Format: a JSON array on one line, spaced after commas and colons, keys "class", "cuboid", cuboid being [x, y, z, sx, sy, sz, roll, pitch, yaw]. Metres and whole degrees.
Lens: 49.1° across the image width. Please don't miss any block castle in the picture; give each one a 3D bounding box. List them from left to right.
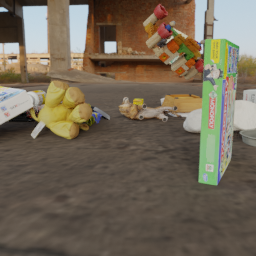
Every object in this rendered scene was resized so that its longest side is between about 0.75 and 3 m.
[{"class": "block castle", "cuboid": [1.498, -2.531, 8.280, 2.108, 1.408, 0.989, 31, -50, -33]}]

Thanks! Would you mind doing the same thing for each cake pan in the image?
[{"class": "cake pan", "cuboid": [4.222, 0.324, 8.499, 1.570, 0.288, 1.570, 0, 12, 0]}]

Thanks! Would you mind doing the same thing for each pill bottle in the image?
[{"class": "pill bottle", "cuboid": [-5.523, -1.688, 16.513, 0.977, 0.977, 1.733, 2, 12, 9]}]

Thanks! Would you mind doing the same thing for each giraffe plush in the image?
[{"class": "giraffe plush", "cuboid": [-2.095, -0.443, 9.741, 2.192, 1.892, 1.778, -34, -8, 15]}]

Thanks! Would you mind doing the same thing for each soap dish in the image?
[{"class": "soap dish", "cuboid": [2.827, -1.178, 14.141, 1.818, 0.938, 2.310, -1, 13, -5]}]

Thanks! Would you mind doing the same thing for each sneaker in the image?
[{"class": "sneaker", "cuboid": [3.301, -0.280, 9.821, 2.766, 1.041, 1.224, -3, -14, -2]}]

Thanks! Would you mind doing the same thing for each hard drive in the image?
[{"class": "hard drive", "cuboid": [-1.254, -0.669, 12.355, 0.934, 0.198, 0.630, 33, -9, -31]}]

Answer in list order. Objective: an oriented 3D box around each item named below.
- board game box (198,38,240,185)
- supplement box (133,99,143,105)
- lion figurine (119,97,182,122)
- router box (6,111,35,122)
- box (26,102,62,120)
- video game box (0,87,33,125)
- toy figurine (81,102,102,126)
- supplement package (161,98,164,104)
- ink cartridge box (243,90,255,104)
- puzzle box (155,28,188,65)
[{"class": "board game box", "cuboid": [1.964, -0.397, 5.968, 0.397, 2.730, 1.837, 6, 13, 27]}, {"class": "supplement box", "cuboid": [0.610, -1.423, 16.363, 0.511, 0.514, 0.939, 1, 12, 7]}, {"class": "lion figurine", "cuboid": [0.941, -0.705, 12.498, 2.600, 0.942, 1.593, 11, 1, -17]}, {"class": "router box", "cuboid": [-4.863, -0.579, 12.530, 1.622, 0.414, 1.210, 0, 12, -1]}, {"class": "box", "cuboid": [-2.983, -0.665, 11.177, 1.734, 0.346, 1.187, -13, -12, 9]}, {"class": "video game box", "cuboid": [-4.896, -0.483, 9.203, 2.671, 0.686, 2.931, -38, 31, -28]}, {"class": "toy figurine", "cuboid": [-1.477, -0.608, 11.600, 1.061, 0.934, 1.770, 0, 8, -34]}, {"class": "supplement package", "cuboid": [2.475, -1.631, 17.078, 0.798, 0.478, 0.484, -21, 21, -25]}, {"class": "ink cartridge box", "cuboid": [5.939, -0.881, 11.684, 1.339, 1.345, 1.851, -6, 13, -27]}, {"class": "puzzle box", "cuboid": [2.176, -3.898, 13.502, 1.059, 1.591, 0.202, 36, 0, 14]}]
